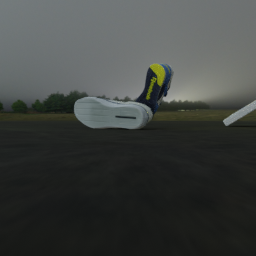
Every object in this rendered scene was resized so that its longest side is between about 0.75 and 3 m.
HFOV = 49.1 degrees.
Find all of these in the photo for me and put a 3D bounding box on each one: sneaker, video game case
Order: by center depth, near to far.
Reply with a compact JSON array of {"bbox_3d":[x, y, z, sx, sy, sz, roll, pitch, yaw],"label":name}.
[{"bbox_3d":[-0.419,-0.370,7.818,2.395,0.875,0.848,13,11,30],"label":"sneaker"},{"bbox_3d":[0.795,-1.019,8.137,0.706,1.908,0.785,39,41,18],"label":"sneaker"},{"bbox_3d":[4.616,-0.875,10.088,2.346,0.268,2.135,-36,-10,24],"label":"video game case"}]
